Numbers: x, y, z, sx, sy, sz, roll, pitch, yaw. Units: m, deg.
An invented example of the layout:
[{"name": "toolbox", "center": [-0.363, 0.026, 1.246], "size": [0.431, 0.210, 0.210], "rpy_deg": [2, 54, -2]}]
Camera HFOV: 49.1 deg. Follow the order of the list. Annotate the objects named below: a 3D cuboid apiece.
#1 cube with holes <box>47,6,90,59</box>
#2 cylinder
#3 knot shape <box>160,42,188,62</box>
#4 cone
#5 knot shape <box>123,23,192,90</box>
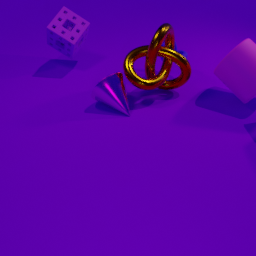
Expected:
[{"name": "cube with holes", "center": [-2.117, -3.325, 9.887], "size": [1.051, 1.051, 1.051], "rpy_deg": [32, 70, -5]}, {"name": "cylinder", "center": [3.491, -1.651, 8.228], "size": [1.364, 1.364, 1.364], "rpy_deg": [-33, 77, -35]}, {"name": "knot shape", "center": [1.322, -2.618, 9.387], "size": [1.205, 1.128, 0.557], "rpy_deg": [17, 80, 46]}, {"name": "cone", "center": [-0.265, -0.786, 8.149], "size": [1.166, 1.166, 1.171], "rpy_deg": [-27, 72, -30]}, {"name": "knot shape", "center": [1.036, -1.877, 8.454], "size": [2.092, 1.958, 0.967], "rpy_deg": [-51, 31, 1]}]
